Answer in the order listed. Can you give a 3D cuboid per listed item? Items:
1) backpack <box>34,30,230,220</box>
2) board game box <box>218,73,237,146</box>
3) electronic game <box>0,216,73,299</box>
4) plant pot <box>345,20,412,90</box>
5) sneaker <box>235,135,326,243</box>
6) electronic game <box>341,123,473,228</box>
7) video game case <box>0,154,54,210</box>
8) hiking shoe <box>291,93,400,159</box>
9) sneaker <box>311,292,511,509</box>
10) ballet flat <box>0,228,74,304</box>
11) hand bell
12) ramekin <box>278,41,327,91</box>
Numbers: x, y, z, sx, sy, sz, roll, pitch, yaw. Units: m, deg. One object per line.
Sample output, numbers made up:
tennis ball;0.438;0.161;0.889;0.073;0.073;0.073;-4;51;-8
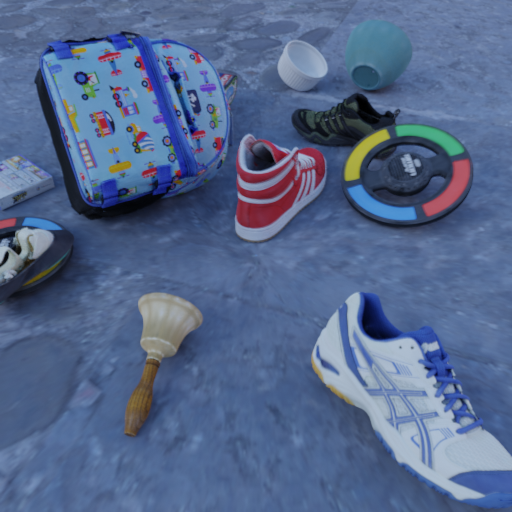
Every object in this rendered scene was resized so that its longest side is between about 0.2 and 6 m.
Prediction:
backpack;-1.980;-2.545;10.472;3.493;3.189;2.350;-17;6;-24
board game box;-1.517;-3.539;13.437;2.628;0.811;2.630;15;45;14
electronic game;-4.246;-0.012;9.662;2.103;0.438;2.103;0;41;0
plant pot;3.074;-5.085;14.769;1.762;1.762;1.187;18;63;20
sneaker;0.569;-1.750;10.677;1.092;1.725;3.067;18;44;21
electronic game;2.909;-1.615;10.921;2.493;0.519;2.493;-7;57;11
video game case;-5.044;-1.535;11.533;1.320;0.300;1.196;32;50;31
hiking shoe;2.012;-3.146;12.639;2.570;1.294;0.973;19;44;21
sneaker;1.975;1.622;6.866;1.156;1.353;3.070;-3;33;-48
ballet flat;-3.760;0.045;8.937;0.787;0.787;2.153;21;46;22
hand bell;-1.456;1.561;7.741;0.984;0.984;1.889;8;54;9
ramekin;1.192;-5.033;14.978;1.294;0.679;1.294;14;57;-23
